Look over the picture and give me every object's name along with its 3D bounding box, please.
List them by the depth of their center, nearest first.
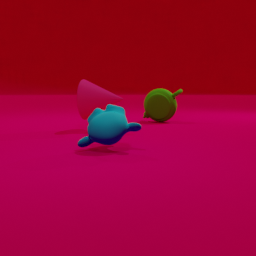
[{"bbox_3d":[-0.322,0.040,5.024,1.155,0.696,0.831,-17,-38,7],"label":"monkey head"},{"bbox_3d":[-0.637,-0.750,7.339,1.073,1.069,1.069,0,7,12],"label":"cone"},{"bbox_3d":[1.114,-0.778,9.671,1.832,1.139,0.897,-35,-1,28],"label":"teapot"}]
